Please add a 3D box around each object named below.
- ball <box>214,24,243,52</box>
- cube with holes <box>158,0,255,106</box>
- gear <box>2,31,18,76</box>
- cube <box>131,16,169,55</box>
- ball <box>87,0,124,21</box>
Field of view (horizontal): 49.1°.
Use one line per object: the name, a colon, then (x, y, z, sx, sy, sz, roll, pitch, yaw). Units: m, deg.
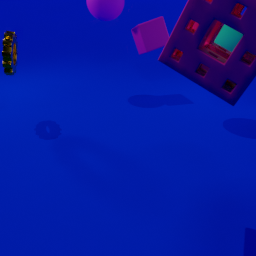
ball: (2.665, -2.248, 7.927, 1.357, 1.357, 1.357, 0, 27, 0)
cube with holes: (1.234, -1.119, 3.516, 1.062, 1.062, 1.062, 35, 31, 12)
gear: (-3.298, -2.083, 7.861, 0.221, 1.195, 1.195, 3, 26, -14)
cube: (0.805, -3.268, 9.991, 0.961, 0.961, 0.961, -23, 14, -9)
ball: (-0.770, -4.362, 9.612, 1.295, 1.295, 1.295, 0, 27, 0)
